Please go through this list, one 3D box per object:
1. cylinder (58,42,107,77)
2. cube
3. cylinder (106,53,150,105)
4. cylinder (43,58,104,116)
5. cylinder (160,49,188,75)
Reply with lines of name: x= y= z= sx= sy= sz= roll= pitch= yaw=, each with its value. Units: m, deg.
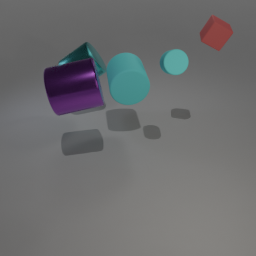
cylinder: x=-1.801 y=-2.471 z=11.229 sx=1.400 sy=1.400 sz=1.400 roll=-31 pitch=30 yaw=14
cube: x=2.773 y=-3.007 z=8.855 sx=0.700 sy=0.700 sz=0.700 roll=24 pitch=39 yaw=-11
cylinder: x=-0.024 y=-1.769 z=10.043 sx=1.400 sy=1.400 sz=1.400 roll=-4 pitch=39 yaw=-7
cylinder: x=-1.515 y=-1.179 z=8.063 sx=1.400 sy=1.400 sz=1.400 roll=-13 pitch=33 yaw=-1
cylinder: x=1.309 y=-1.887 z=8.045 sx=0.700 sy=0.700 sz=0.700 roll=-2 pitch=13 yaw=-3
